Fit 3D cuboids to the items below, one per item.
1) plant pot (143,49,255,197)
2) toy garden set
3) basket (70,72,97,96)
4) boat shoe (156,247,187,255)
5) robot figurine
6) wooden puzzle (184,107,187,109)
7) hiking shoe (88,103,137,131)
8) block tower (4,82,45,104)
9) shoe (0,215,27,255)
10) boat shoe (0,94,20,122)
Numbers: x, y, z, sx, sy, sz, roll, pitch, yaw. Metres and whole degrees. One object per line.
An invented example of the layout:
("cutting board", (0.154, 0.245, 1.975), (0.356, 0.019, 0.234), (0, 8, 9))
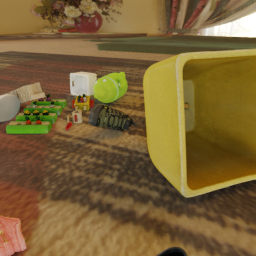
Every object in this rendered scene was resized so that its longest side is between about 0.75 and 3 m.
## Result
("plant pot", (1.764, -0.385, 6.953), (2.803, 2.785, 2.868), (-9, 12, -19))
("toy garden set", (-2.613, -0.669, 10.136), (2.484, 0.595, 2.980), (0, 23, 0))
("basket", (-2.021, -2.044, 12.904), (1.018, 1.009, 0.819), (11, 23, 25))
("boat shoe", (0.220, 2.153, 3.492), (0.681, 0.568, 1.826), (21, 32, 37))
("robot figurine", (-0.733, -1.733, 12.032), (1.661, 1.095, 1.893), (-13, 15, 32))
("wooden puzzle", (2.854, -0.478, 9.207), (2.452, 0.172, 1.454), (0, 54, 8))
("hiking shoe", (-0.418, -0.304, 8.647), (0.974, 0.733, 1.934), (16, 9, 26))
("block tower", (-3.988, -1.254, 10.712), (2.083, 0.602, 0.563), (-4, 14, 44))
("shoe", (-2.192, 1.681, 4.772), (0.611, 0.480, 1.343), (-13, 31, -32))
("boat shoe", (-4.783, -0.469, 9.420), (0.886, 0.935, 2.673), (9, 32, 16))
